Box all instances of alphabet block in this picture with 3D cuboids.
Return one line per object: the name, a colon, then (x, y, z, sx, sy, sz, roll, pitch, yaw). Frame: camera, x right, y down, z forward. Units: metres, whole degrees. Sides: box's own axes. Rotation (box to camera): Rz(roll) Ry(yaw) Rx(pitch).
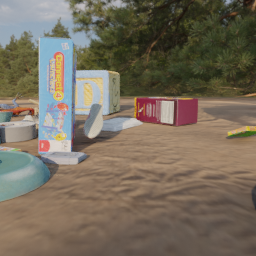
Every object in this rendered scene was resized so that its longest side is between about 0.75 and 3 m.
alphabet block: (-1.993, -2.096, 16.559, 2.545, 2.532, 2.592, 4, 10, 12)

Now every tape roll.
tape roll: (-3.453, 0.099, 8.419, 1.336, 0.441, 1.336, 0, 8, 0)

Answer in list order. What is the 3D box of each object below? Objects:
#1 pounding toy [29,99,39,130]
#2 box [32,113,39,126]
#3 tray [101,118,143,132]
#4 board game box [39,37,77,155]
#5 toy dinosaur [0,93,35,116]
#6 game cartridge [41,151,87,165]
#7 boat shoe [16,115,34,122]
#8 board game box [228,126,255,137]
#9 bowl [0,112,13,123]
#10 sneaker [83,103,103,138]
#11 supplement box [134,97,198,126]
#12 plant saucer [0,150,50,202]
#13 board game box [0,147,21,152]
pounding toy: (-3.107, -0.565, 10.869, 1.376, 1.063, 1.495, -2, 8, -19)
box: (-2.575, -0.253, 9.149, 0.217, 0.710, 0.897, -43, 3, 28)
tray: (-0.454, -0.176, 11.000, 1.290, 0.266, 2.403, 3, 9, 27)
board game box: (-1.766, -0.826, 7.318, 0.722, 2.584, 2.530, 1, 8, -9)
toy dinosaur: (-5.962, -0.762, 14.477, 2.031, 1.175, 2.239, 7, 40, -5)
game cartridge: (-1.353, 0.622, 5.865, 0.831, 0.172, 0.553, 2, 13, 14)
boat shoe: (-3.918, -0.296, 11.196, 1.267, 0.434, 0.456, -6, 10, -35)
board game box: (3.401, 0.109, 8.068, 1.238, 0.186, 0.591, -2, -16, -42)
bowl: (-4.502, -0.182, 9.257, 1.331, 0.696, 1.331, -2, 2, 0)
sneaker: (-0.982, -0.046, 7.895, 0.492, 0.683, 1.307, 14, 42, -8)
supplement box: (1.605, -0.779, 12.221, 1.395, 1.083, 2.528, -7, 11, -41)
plant saucer: (-2.515, 0.722, 4.598, 2.384, 0.327, 2.384, 0, 9, 0)
board game box: (-2.982, 0.556, 6.356, 1.158, 0.174, 0.553, 7, 11, 23)
